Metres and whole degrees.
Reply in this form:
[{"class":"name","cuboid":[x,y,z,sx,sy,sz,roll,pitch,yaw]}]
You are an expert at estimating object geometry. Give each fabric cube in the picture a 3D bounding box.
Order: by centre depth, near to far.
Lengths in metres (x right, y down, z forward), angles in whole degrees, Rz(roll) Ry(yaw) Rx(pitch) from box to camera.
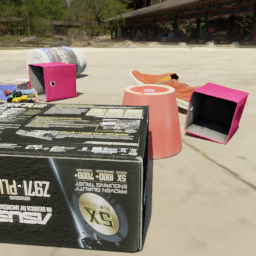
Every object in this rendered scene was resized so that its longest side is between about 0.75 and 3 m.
[{"class":"fabric cube","cuboid":[2.060,-0.391,6.548,1.048,1.028,1.044,21,30,27]},{"class":"fabric cube","cuboid":[-2.772,-1.743,10.355,1.281,1.261,1.286,-15,23,-40]}]

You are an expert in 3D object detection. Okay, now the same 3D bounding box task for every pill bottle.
[{"class":"pill bottle","cuboid":[-3.489,-3.243,14.129,1.606,1.606,2.823,12,23,31]}]

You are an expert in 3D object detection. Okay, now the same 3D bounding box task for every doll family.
[{"class":"doll family","cuboid":[-3.447,-0.935,9.040,0.991,0.673,1.715,-11,17,-19]}]

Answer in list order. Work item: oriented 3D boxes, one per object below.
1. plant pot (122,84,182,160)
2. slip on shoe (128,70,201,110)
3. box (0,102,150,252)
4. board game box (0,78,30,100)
[{"class":"plant pot","cuboid":[0.439,-0.199,5.864,1.442,1.276,1.442,0,20,0]},{"class":"slip on shoe","cuboid":[1.247,-1.360,8.933,2.892,0.885,1.071,28,15,33]},{"class":"box","cuboid":[-1.084,0.452,4.077,2.744,1.181,2.247,2,19,5]},{"class":"board game box","cuboid":[-4.211,-1.459,10.514,0.973,0.591,1.220,4,20,12]}]
